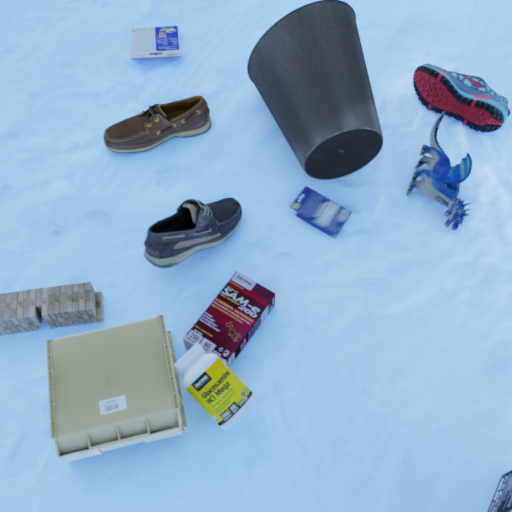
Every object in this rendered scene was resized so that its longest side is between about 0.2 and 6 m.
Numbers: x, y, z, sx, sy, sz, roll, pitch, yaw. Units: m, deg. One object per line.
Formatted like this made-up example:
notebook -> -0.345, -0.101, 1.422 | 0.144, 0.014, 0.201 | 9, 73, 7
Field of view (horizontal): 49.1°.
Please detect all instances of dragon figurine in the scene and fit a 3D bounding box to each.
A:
dragon figurine -> 3.901, -1.691, 11.432 | 1.301, 0.770, 2.617 | 19, 60, 11

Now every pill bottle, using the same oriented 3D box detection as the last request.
pill bottle -> -0.692, 2.044, 8.904 | 1.307, 0.735, 0.735 | 46, 67, 3

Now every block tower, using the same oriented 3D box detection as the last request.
block tower -> -3.810, 0.945, 9.892 | 2.108, 0.609, 0.569 | -7, 59, -6

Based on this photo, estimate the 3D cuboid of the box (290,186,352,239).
box -> 1.276, -0.886, 11.203 | 1.099, 0.178, 0.665 | 32, 65, 9

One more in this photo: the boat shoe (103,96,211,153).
boat shoe -> -2.170, -2.938, 12.177 | 2.420, 0.817, 0.871 | -18, 60, -11

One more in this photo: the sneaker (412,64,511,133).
sneaker -> 4.648, -3.658, 12.732 | 2.314, 0.918, 1.105 | 37, 53, 12

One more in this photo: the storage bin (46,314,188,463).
storage bin -> -2.218, 2.123, 8.974 | 1.950, 0.914, 1.936 | -11, 59, -8

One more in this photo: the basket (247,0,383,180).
basket -> 1.362, -3.288, 11.665 | 2.693, 2.031, 2.986 | -32, 62, 30

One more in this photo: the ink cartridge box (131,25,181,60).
ink cartridge box -> -2.497, -5.233, 13.947 | 1.229, 0.292, 1.244 | -5, 60, -5

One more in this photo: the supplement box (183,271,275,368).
supplement box -> -0.444, 1.144, 9.821 | 0.878, 0.491, 1.614 | 29, 62, 16

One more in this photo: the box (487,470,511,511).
box -> 3.398, 3.818, 7.371 | 0.500, 1.810, 2.259 | 30, 62, 16

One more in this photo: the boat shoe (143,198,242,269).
boat shoe -> -1.109, -0.591, 10.507 | 0.845, 0.832, 2.268 | 33, 50, 28
